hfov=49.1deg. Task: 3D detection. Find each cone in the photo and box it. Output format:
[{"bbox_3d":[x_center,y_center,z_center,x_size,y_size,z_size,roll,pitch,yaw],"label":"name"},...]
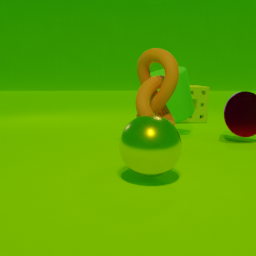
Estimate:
[{"bbox_3d":[2.497,-0.301,6.598,1.009,1.009,1.012,-1,1,-8],"label":"cone"}]

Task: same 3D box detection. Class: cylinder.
[{"bbox_3d":[1.038,-0.860,7.330,1.194,1.194,1.194,-14,20,5],"label":"cylinder"}]

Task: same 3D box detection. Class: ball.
[{"bbox_3d":[0.291,0.231,3.658,0.813,0.813,0.813,0,8,0],"label":"ball"}]

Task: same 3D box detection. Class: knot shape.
[{"bbox_3d":[0.486,-0.487,4.884,0.691,1.496,1.400,1,51,3],"label":"knot shape"}]

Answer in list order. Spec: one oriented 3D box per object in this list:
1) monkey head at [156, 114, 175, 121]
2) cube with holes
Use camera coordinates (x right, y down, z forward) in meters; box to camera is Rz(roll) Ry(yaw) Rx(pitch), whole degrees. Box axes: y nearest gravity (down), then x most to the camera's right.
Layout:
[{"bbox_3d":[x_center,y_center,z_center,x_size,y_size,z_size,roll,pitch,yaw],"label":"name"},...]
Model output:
[{"bbox_3d":[0.607,-0.086,6.061,0.626,0.747,1.038,33,45,12],"label":"monkey head"},{"bbox_3d":[2.070,-0.902,10.109,1.227,1.227,1.227,0,12,-8],"label":"cube with holes"}]
